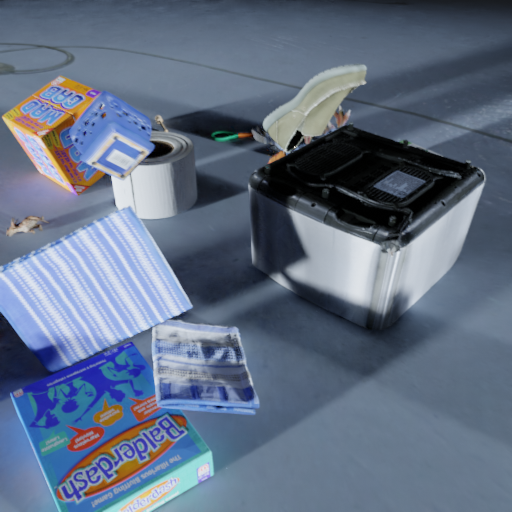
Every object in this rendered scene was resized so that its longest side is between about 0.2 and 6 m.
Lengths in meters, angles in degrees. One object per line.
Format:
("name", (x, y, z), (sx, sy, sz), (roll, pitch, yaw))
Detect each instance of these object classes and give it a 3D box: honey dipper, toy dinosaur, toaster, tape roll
("honey dipper", (-2.692, -3.738, 15.966), (0.186, 0.186, 0.979), (-12, 39, -17))
("toy dinosaur", (1.161, -2.069, 11.419), (2.481, 1.303, 2.252), (41, 65, -12))
("toaster", (1.798, -0.649, 9.951), (3.167, 2.078, 3.503), (27, 43, 33))
("tape roll", (-2.235, -1.792, 12.262), (1.845, 1.267, 1.845), (0, 35, 0))
("toy dinosaur", (-4.709, -0.675, 11.519), (0.557, 0.353, 0.822), (16, 32, 32))

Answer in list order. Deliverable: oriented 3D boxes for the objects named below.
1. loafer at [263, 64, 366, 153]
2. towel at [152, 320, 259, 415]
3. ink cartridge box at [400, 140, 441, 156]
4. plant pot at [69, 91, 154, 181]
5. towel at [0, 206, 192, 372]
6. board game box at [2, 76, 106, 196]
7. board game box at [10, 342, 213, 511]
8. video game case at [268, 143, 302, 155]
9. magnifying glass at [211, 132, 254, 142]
("loafer", (1.016, -2.359, 9.112), (0.812, 0.752, 2.160), (-22, -3, -39))
("towel", (-0.767, 1.518, 8.002), (1.413, 0.229, 1.923), (8, 24, -16))
("ink cartridge box", (3.782, -2.311, 13.656), (0.882, 0.509, 1.208), (-25, 43, -31))
("plant pot", (-2.639, -2.141, 10.432), (1.158, 1.158, 1.041), (25, 32, -46))
("towel", (-2.388, 0.542, 7.903), (2.442, 1.768, 0.291), (-25, 19, 9))
("board game box", (-4.299, -2.779, 12.888), (1.714, 1.713, 1.713), (28, 64, 34))
("board game box", (-1.895, 2.263, 7.176), (1.774, 0.525, 2.332), (-22, 41, -28))
("video game case", (0.908, -2.781, 14.681), (0.908, 0.100, 0.826), (-25, 42, -32))
("magnifying glass", (-0.627, -3.299, 15.408), (1.203, 0.135, 0.479), (-6, 35, -5))
